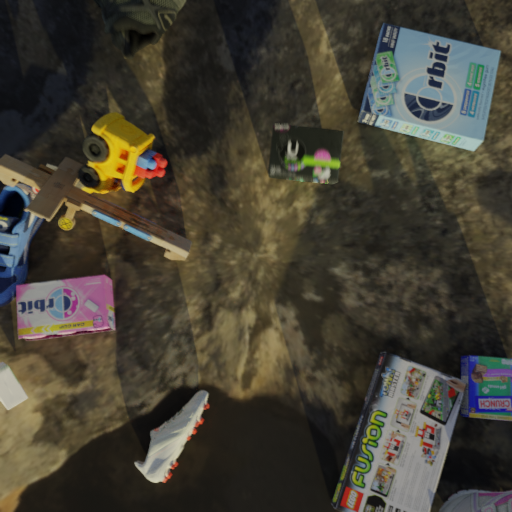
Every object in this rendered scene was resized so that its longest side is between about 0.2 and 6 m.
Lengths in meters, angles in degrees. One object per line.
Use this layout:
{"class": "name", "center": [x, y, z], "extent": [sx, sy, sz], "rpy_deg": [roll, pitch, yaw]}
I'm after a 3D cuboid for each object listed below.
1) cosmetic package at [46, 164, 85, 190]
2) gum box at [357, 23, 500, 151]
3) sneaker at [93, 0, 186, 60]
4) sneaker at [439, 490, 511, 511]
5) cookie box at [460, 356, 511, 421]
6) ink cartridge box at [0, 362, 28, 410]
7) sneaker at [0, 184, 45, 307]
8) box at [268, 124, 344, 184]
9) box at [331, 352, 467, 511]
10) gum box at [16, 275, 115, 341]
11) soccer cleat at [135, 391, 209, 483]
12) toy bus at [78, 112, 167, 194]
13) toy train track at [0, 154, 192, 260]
{"class": "cosmetic package", "center": [-3.990, -1.519, 11.789], "extent": [0.991, 0.352, 0.521], "rpy_deg": [20, 78, 4]}
{"class": "gum box", "center": [3.749, -3.678, 12.162], "extent": [2.611, 0.582, 2.219], "rpy_deg": [15, 78, 3]}
{"class": "sneaker", "center": [-3.188, -5.503, 12.266], "extent": [3.076, 1.176, 1.762], "rpy_deg": [26, 88, 14]}
{"class": "sneaker", "center": [4.477, 4.688, 9.941], "extent": [2.636, 1.163, 1.072], "rpy_deg": [-14, 77, -3]}
{"class": "cookie box", "center": [4.506, 2.551, 10.806], "extent": [0.995, 0.437, 1.163], "rpy_deg": [5, 78, -1]}
{"class": "ink cartridge box", "center": [-4.701, 2.396, 10.462], "extent": [0.408, 1.211, 0.709], "rpy_deg": [-32, 102, -29]}
{"class": "sneaker", "center": [-5.001, -0.280, 11.144], "extent": [0.954, 1.061, 2.581], "rpy_deg": [11, 78, 1]}
{"class": "box", "center": [1.002, -2.069, 11.529], "extent": [1.421, 0.883, 1.056], "rpy_deg": [6, 94, 2]}
{"class": "box", "center": [2.696, 3.515, 10.538], "extent": [1.662, 0.524, 3.019], "rpy_deg": [21, 78, 5]}
{"class": "gum box", "center": [-3.797, 1.038, 11.065], "extent": [1.846, 0.610, 1.048], "rpy_deg": [-7, 77, -2]}
{"class": "soccer cleat", "center": [-1.569, 3.320, 10.548], "extent": [0.739, 0.660, 1.906], "rpy_deg": [30, 82, 9]}
{"class": "toy bus", "center": [-2.607, -1.826, 11.221], "extent": [1.530, 1.594, 1.082], "rpy_deg": [26, 35, 2]}
{"class": "toy train track", "center": [-3.188, -0.781, 11.051], "extent": [3.923, 2.250, 0.638], "rpy_deg": [25, 121, -13]}
